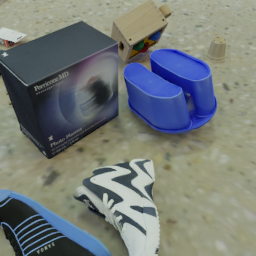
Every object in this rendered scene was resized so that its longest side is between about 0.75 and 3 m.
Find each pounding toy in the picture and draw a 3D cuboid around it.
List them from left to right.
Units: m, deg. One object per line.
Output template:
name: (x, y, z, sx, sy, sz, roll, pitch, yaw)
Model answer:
pounding toy: (0.708, -3.426, 10.020, 2.482, 2.181, 1.136, -34, 87, -11)

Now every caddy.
caddy: (1.120, -0.986, 7.823, 2.016, 1.497, 2.852, -31, 42, -13)

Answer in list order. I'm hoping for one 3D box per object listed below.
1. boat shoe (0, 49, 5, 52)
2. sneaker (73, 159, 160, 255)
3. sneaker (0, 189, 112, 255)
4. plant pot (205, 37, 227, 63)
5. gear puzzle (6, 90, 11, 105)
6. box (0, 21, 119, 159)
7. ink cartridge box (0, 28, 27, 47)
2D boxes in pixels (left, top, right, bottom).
boat shoe: (-4.961, -2.571, 9.946, 0.976, 0.761, 2.150, -32, 61, -28)
sneaker: (-0.289, 1.698, 5.557, 1.715, 1.052, 2.636, -1, 46, 1)
sneaker: (-1.742, 2.132, 5.180, 2.824, 0.990, 1.100, 20, 47, 20)
plant pot: (3.271, -2.902, 10.243, 0.771, 0.706, 0.771, 0, 46, 0)
gear puzzle: (-3.203, -1.167, 8.829, 1.235, 0.312, 2.385, -17, 48, -16)
box: (-1.583, -0.960, 7.127, 2.480, 2.460, 1.528, -35, 56, -29)
ink cartridge box: (-4.715, -3.584, 11.170, 1.326, 0.334, 0.722, 21, 49, 17)
